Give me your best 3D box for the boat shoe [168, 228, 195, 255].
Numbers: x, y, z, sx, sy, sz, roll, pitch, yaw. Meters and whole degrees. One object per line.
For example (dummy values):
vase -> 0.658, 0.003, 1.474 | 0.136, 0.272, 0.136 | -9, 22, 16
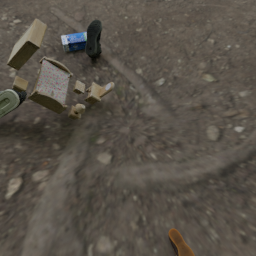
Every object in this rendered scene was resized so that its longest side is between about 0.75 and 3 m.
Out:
boat shoe -> 1.262, 2.843, 6.501 | 0.357, 0.357, 1.015 | -18, 47, -9

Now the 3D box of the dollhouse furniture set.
dollhouse furniture set -> -1.850, -1.421, 8.168 | 2.938, 1.300, 1.523 | 30, 50, -34

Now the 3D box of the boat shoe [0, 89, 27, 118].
boat shoe -> -4.068, -0.629, 8.604 | 2.153, 0.773, 0.728 | -21, 21, 17

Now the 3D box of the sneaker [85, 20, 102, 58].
sneaker -> -1.296, -3.401, 10.903 | 0.563, 0.844, 1.473 | 6, 84, 4

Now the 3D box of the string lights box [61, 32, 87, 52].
string lights box -> -2.041, -3.551, 11.469 | 1.277, 0.376, 0.656 | -12, 53, -9
